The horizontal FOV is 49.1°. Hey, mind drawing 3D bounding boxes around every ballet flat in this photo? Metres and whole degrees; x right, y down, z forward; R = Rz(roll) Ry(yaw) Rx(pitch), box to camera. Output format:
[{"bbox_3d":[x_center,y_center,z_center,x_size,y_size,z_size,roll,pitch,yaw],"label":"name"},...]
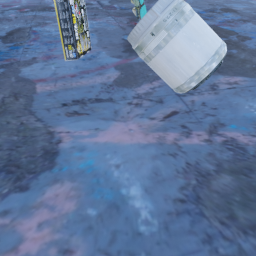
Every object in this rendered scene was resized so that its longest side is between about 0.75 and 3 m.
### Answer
[{"bbox_3d":[0.382,-4.709,10.740,0.567,1.528,0.567,-6,46,6],"label":"ballet flat"}]

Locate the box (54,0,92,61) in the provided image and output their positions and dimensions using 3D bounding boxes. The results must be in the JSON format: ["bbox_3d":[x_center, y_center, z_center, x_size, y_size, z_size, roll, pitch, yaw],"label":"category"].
[{"bbox_3d":[-1.394,-2.709,7.237,0.410,1.660,1.325,0,26,11],"label":"box"}]

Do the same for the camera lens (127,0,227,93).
[{"bbox_3d":[0.924,-1.528,5.234,1.566,1.253,1.253,43,38,-8],"label":"camera lens"}]
